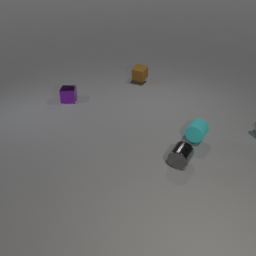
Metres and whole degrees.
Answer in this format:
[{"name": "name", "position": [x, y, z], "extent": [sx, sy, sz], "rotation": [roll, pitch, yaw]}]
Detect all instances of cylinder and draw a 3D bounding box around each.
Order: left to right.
[{"name": "cylinder", "position": [1.757, 0.906, 9.322], "extent": [0.700, 0.700, 0.700], "rotation": [16, 37, 25]}, {"name": "cylinder", "position": [2.558, 0.094, 10.393], "extent": [0.700, 0.700, 0.700], "rotation": [17, 35, 27]}]

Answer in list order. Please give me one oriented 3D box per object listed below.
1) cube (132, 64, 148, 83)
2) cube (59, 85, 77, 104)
[{"name": "cube", "position": [0.666, -3.051, 15.547], "extent": [0.700, 0.700, 0.700], "rotation": [17, 46, 21]}, {"name": "cube", "position": [-2.912, -1.646, 13.728], "extent": [0.700, 0.700, 0.700], "rotation": [1, 30, 1]}]
